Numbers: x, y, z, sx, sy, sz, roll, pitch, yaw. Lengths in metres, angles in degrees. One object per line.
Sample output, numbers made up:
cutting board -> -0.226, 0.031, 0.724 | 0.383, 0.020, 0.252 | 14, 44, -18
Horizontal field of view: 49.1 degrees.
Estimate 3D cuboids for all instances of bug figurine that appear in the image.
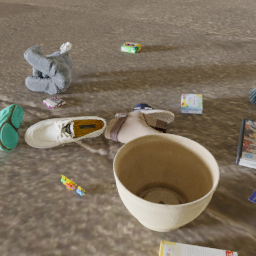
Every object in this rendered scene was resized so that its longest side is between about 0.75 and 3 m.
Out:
bug figurine -> -1.672, 1.728, 8.340 | 0.665, 0.858, 0.221 | 25, 73, 41

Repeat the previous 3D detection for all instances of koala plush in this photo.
koala plush -> -3.551, -3.050, 14.039 | 2.281, 2.201, 2.482 | 18, 37, 4

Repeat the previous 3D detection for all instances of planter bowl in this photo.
planter bowl -> 0.952, 1.610, 7.505 | 2.618, 1.762, 2.618 | 0, 35, 0

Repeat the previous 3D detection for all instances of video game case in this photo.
video game case -> -3.396, -1.193, 12.902 | 0.763, 0.137, 0.691 | 28, 44, 33
video game case -> 5.289, 0.667, 10.075 | 2.434, 0.343, 2.693 | 13, 37, 18

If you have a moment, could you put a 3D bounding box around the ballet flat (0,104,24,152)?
ballet flat -> -4.650, 0.099, 10.591 | 0.975, 0.933, 2.770 | -24, 35, 8

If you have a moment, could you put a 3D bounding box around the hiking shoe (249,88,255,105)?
hiking shoe -> 6.952, -1.355, 12.328 | 2.844, 1.058, 1.233 | 25, 43, 31

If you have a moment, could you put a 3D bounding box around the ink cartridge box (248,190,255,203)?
ink cartridge box -> 4.415, 2.024, 8.216 | 1.240, 0.291, 1.226 | 31, 46, 33

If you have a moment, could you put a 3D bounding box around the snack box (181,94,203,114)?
snack box -> 2.846, -1.098, 12.488 | 0.902, 0.362, 1.070 | 4, 41, 10

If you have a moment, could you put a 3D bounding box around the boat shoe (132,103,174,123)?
boat shoe -> 1.035, -0.680, 11.689 | 1.782, 0.665, 0.826 | 3, 43, 6

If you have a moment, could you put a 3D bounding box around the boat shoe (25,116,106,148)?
boat shoe -> -2.176, 0.079, 10.040 | 2.914, 1.033, 1.017 | -7, -6, -18

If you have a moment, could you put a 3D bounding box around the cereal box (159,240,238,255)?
cereal box -> 1.577, 3.317, 6.286 | 1.817, 0.359, 1.308 | 6, 36, 9

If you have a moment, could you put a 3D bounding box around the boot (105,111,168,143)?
boot -> 0.223, 0.321, 10.031 | 2.150, 1.033, 2.941 | 7, 29, 11

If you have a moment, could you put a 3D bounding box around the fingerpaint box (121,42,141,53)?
fingerpaint box -> 0.186, -5.364, 18.624 | 1.058, 0.388, 0.883 | 16, 38, 22
